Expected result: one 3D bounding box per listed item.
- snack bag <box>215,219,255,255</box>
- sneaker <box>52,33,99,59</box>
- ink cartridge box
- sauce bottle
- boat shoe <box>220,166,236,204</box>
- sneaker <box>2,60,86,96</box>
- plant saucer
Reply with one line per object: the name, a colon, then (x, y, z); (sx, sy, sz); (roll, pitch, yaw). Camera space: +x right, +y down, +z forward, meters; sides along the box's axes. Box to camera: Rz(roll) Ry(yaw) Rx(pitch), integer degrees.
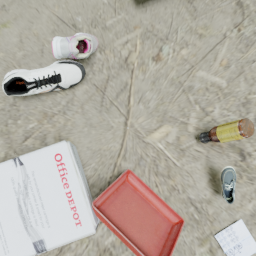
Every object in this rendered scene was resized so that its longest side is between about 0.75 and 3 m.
snack bag: (2.614, 2.750, 6.692); (0.800, 0.091, 0.848); (-29, 80, -6)
sneaker: (-1.089, -1.929, 6.698); (0.671, 1.520, 0.618); (10, 117, 25)
ink cartridge box: (-2.246, 1.707, 6.250); (2.814, 1.173, 2.044); (-19, 81, -3)
sauce bottle: (2.154, 0.110, 6.268); (0.438, 1.327, 0.438); (5, 78, -26)
boat shoe: (2.271, 1.288, 6.255); (0.359, 0.304, 0.985); (-8, 122, 4)
sneaker: (-2.025, -1.119, 6.776); (2.045, 0.818, 0.754); (-13, 115, -1)
plant saucer: (0.247, 1.947, 6.102); (1.867, 1.863, 0.343); (43, 117, 8)
